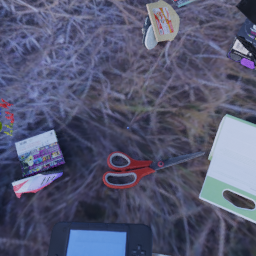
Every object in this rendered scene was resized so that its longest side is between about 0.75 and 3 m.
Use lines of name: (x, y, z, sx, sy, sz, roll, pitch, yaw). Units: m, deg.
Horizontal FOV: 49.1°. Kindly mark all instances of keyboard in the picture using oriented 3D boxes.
keyboard: (2.230, -1.640, 4.445, 0.183, 1.131, 1.779, 14, 40, -27)

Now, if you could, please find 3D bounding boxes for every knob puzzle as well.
knob puzzle: (1.141, -3.323, 8.727, 1.399, 0.194, 1.399, 4, 83, -37)

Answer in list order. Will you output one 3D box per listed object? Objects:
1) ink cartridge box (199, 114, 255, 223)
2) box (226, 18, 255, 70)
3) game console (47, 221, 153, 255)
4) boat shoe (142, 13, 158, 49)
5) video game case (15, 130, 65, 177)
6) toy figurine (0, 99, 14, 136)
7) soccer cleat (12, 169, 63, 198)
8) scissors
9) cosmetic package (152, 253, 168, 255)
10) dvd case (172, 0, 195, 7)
ink cartridge box: (2.840, 1.007, 6.829, 1.748, 0.576, 2.402, 22, 68, 10)
box: (3.817, -2.738, 8.373, 1.002, 0.869, 1.639, 29, 68, 12)
game console: (-0.877, 2.753, 5.200, 2.400, 1.420, 2.048, -6, 63, 20)
boat shoe: (0.722, -3.096, 8.734, 0.488, 0.611, 1.617, 6, 59, 33)
video game case: (-2.268, 0.644, 7.209, 1.055, 0.189, 0.956, -21, 67, -9)
toy figurine: (-2.211, -0.082, 4.656, 0.479, 0.422, 0.799, -38, 50, 24)
soccer cleat: (-2.160, 1.323, 6.841, 1.219, 0.416, 0.446, -15, 89, -11)
scissors: (0.682, 1.044, 7.071, 2.621, 0.183, 0.959, 0, 63, -1)
cosmetic package: (0.679, 3.461, 5.499, 0.646, 0.915, 1.767, 13, 67, -6)
dvd case: (1.774, -4.707, 9.683, 0.831, 0.125, 1.138, -27, 69, -12)
